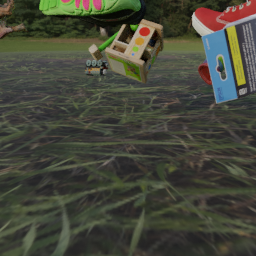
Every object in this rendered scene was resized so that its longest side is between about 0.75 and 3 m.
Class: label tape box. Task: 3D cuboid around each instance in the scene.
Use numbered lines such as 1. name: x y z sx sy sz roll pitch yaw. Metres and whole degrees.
1. label tape box: 2.261 -1.321 4.976 1.781 1.276 0.589 -17 20 8

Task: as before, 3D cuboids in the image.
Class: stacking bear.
1. stacking bear: 2.458 -1.792 7.627 1.058 0.602 0.643 -43 -8 -19

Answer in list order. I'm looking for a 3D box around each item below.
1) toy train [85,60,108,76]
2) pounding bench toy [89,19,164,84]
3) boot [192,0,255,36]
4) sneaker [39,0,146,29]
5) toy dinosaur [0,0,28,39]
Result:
1. toy train: -1.129 -2.154 10.096 0.986 0.562 0.420 9 10 34
2. pounding bench toy: -0.047 -2.760 9.177 2.080 1.622 1.292 23 -12 14
3. boot: 2.905 -3.015 6.919 1.060 2.113 2.929 -23 48 -26
4. sneaker: -0.718 -2.187 4.908 1.105 1.012 2.637 20 12 -46
5. toy dinosaur: -2.529 -1.959 4.977 1.095 0.693 1.615 -30 69 -14
